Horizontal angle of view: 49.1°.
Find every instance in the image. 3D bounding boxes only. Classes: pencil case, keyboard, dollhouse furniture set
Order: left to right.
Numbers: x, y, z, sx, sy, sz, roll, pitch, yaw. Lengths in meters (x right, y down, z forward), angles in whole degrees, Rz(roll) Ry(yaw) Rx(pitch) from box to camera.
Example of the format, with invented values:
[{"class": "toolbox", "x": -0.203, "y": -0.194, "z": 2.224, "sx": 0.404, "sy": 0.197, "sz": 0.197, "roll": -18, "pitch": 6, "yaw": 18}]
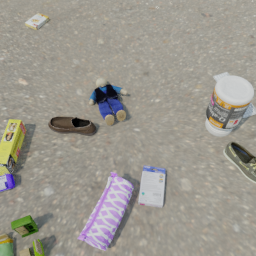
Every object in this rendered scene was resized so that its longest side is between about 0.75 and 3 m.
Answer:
[{"class": "dollhouse furniture set", "x": -3.545, "y": 3.574, "z": 8.241, "sx": 1.811, "sy": 0.909, "sz": 1.186, "roll": -19, "pitch": 56, "yaw": -13}, {"class": "pencil case", "x": -0.633, "y": 2.594, "z": 8.858, "sx": 0.989, "sy": 1.008, "sz": 2.358, "roll": -1, "pitch": 50, "yaw": 34}, {"class": "keyboard", "x": 4.716, "y": -1.507, "z": 12.379, "sx": 0.731, "sy": 0.139, "sz": 2.599, "roll": -15, "pitch": 55, "yaw": -11}]

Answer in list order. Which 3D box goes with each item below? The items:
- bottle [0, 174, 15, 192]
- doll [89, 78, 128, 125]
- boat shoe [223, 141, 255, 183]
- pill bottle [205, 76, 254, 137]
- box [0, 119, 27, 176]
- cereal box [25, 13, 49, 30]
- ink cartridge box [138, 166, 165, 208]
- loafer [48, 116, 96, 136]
[{"class": "bottle", "x": -4.601, "y": 2.002, "z": 9.653, "sx": 1.268, "sy": 0.414, "sz": 0.530, "roll": -18, "pitch": 77, "yaw": -11}, {"class": "doll", "x": -0.815, "y": -1.263, "z": 11.904, "sx": 1.719, "sy": 0.610, "sz": 2.519, "roll": -21, "pitch": 50, "yaw": -5}, {"class": "boat shoe", "x": 4.352, "y": 1.269, "z": 10.093, "sx": 0.711, "sy": 0.595, "sz": 1.991, "roll": -34, "pitch": 61, "yaw": -22}, {"class": "pill bottle", "x": 3.683, "y": -0.734, "z": 10.490, "sx": 1.329, "sy": 2.283, "sz": 1.329, "roll": 0, "pitch": 54, "yaw": 0}, {"class": "box", "x": -4.369, "y": 0.704, "z": 10.415, "sx": 0.514, "sy": 0.772, "sz": 2.050, "roll": 2, "pitch": 53, "yaw": 1}, {"class": "cereal box", "x": -5.015, "y": -5.901, "z": 15.483, "sx": 0.798, "sy": 0.219, "sz": 1.110, "roll": 25, "pitch": 58, "yaw": 17}, {"class": "ink cartridge box", "x": 0.848, "y": 2.021, "z": 9.751, "sx": 0.830, "sy": 0.292, "sz": 1.390, "roll": 7, "pitch": 58, "yaw": 5}, {"class": "loafer", "x": -2.222, "y": -0.207, "z": 11.096, "sx": 1.944, "sy": 0.690, "sz": 0.710, "roll": 5, "pitch": 54, "yaw": 4}]
